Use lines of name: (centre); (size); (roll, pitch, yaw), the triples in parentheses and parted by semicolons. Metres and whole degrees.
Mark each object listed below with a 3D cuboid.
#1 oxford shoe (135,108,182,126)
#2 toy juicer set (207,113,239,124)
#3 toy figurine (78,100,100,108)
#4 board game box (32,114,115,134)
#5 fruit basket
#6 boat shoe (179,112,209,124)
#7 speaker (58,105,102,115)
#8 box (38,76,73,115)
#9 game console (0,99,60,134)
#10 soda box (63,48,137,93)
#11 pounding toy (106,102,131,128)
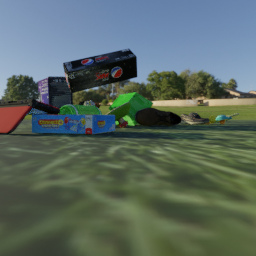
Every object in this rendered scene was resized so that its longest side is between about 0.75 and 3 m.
oxford shoe: (1.452, -0.511, 12.983); (2.400, 0.872, 1.013); (-1, 4, -27)
toy juicer set: (5.384, -0.424, 16.406); (1.935, 0.526, 1.231); (-7, -11, -16)
toy figurine: (-2.053, -0.807, 14.889); (0.932, 1.319, 1.340); (6, 0, -30)
board game box: (-1.420, -0.127, 7.744); (1.713, 0.489, 1.750); (1, 2, 14)
fruit basket: (0.476, -0.728, 14.771); (2.505, 1.807, 2.505); (36, -17, 13)
boat shoe: (3.746, -0.565, 16.116); (0.724, 0.712, 1.943); (-2, 3, -44)
speaker: (-2.166, -0.579, 13.023); (1.021, 1.021, 2.308); (1, 2, 27)
box: (-3.527, -1.259, 13.654); (1.188, 2.278, 1.685); (-4, 3, -33)
game console: (-2.981, -0.208, 7.647); (1.709, 1.014, 1.473); (1, -12, 33)
soda box: (-1.116, -2.399, 11.642); (2.937, 1.039, 0.930); (-16, 42, -14)
pounding toy: (-0.479, -0.273, 11.052); (1.702, 0.790, 1.314); (-31, 0, 25)
